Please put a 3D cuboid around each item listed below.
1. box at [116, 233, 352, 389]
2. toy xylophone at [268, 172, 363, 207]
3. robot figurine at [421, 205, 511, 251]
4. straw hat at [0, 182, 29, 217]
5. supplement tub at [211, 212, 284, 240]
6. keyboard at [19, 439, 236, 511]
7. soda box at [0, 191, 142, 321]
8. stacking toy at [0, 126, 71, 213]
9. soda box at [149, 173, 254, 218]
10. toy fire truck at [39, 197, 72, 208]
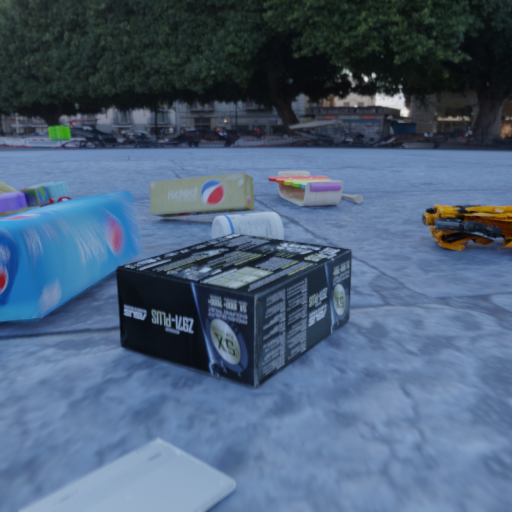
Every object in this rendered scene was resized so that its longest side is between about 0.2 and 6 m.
[{"bbox_3d":[-0.166,0.480,6.633,1.869,0.983,2.282,9,16,31],"label":"box"},{"bbox_3d":[1.883,-2.123,17.638,2.333,0.801,3.187,-5,15,-22],"label":"toy xylophone"},{"bbox_3d":[4.757,-0.558,11.252,2.797,0.814,2.028,3,14,9],"label":"robot figurine"},{"bbox_3d":[-5.832,-0.557,9.708,3.510,1.485,3.510,14,16,-4],"label":"straw hat"},{"bbox_3d":[-0.174,-0.416,10.720,1.209,0.797,0.797,-7,15,-25],"label":"supplement tub"},{"bbox_3d":[-1.380,1.803,3.138,0.814,0.154,2.894,18,22,38],"label":"keyboard"},{"bbox_3d":[-2.941,-0.141,8.324,1.235,1.168,3.642,-8,11,9],"label":"soda box"},{"bbox_3d":[-3.931,-1.008,9.639,0.726,2.329,3.089,-4,13,14],"label":"stacking toy"},{"bbox_3d":[-1.357,-1.483,13.934,2.527,0.856,0.809,-3,-2,15],"label":"soda box"},{"bbox_3d":[-4.803,-0.964,13.574,1.071,0.601,0.900,-9,35,-28],"label":"toy fire truck"}]
